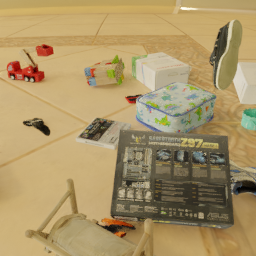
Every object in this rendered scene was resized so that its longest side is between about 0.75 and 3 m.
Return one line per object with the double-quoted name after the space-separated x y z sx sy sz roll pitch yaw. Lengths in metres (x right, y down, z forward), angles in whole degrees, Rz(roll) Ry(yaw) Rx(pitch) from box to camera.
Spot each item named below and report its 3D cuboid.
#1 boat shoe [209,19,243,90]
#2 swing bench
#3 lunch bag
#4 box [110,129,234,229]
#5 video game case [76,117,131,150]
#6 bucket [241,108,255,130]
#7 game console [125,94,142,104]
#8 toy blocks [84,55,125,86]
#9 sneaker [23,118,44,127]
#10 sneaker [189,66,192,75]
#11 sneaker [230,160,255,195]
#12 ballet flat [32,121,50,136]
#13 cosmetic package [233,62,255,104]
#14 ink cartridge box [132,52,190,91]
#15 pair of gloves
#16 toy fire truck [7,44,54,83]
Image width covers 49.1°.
2.899 -2.220 8.673 0.838 2.242 0.743 14 -5 -37 "boat shoe"
-0.492 2.302 5.358 1.975 1.985 1.288 17 53 29 "swing bench"
1.898 -0.833 11.275 2.968 1.224 2.386 -26 40 -37 "lunch bag"
1.094 1.240 7.144 2.887 0.737 2.277 3 64 4 "box"
-0.885 0.162 10.602 1.551 0.199 1.707 11 33 17 "video game case"
4.946 -0.349 11.091 0.898 0.584 0.898 0 31 0 "bucket"
0.364 -1.393 13.377 0.870 0.135 0.769 -9 27 -16 "game console"
-1.421 -3.030 15.225 1.999 1.461 2.924 -6 28 12 "toy blocks"
-3.794 -0.250 11.255 0.815 0.271 0.369 -4 27 -14 "sneaker"
3.430 -3.258 16.348 0.582 0.456 1.171 32 52 33 "sneaker"
2.917 1.409 7.920 1.987 0.766 0.847 10 36 18 "sneaker"
-2.505 0.007 8.174 0.220 0.775 0.257 6 65 22 "ballet flat"
6.204 -2.116 13.197 1.904 1.174 1.910 3 46 4 "cosmetic package"
1.686 -3.075 15.156 2.043 1.230 2.812 -14 31 -21 "ink cartridge box"
-0.345 2.321 6.515 0.882 0.122 0.990 5 -2 24 "pair of gloves"
-5.373 -3.552 15.196 2.850 2.010 0.695 10 31 16 "toy fire truck"
